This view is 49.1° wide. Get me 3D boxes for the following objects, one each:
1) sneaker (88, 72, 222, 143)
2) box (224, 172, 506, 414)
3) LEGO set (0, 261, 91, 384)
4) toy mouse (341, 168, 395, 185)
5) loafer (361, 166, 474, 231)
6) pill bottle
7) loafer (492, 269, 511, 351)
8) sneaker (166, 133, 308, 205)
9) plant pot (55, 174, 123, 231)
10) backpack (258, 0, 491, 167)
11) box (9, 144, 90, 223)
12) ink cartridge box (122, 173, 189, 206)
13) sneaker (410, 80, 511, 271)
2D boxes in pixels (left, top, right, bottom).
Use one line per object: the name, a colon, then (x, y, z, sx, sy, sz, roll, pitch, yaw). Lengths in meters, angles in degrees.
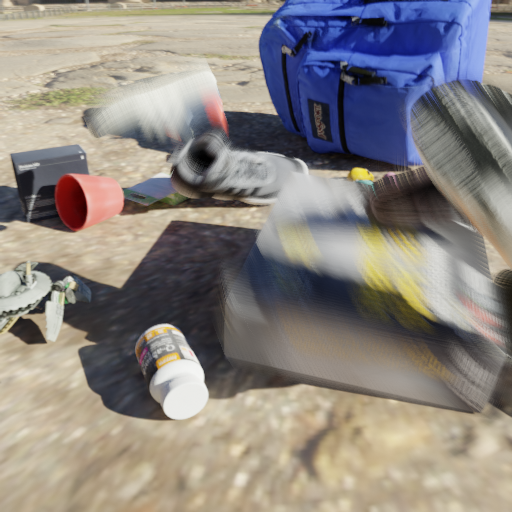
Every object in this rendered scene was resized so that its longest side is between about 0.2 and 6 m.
sneaker: (-1.368, -1.915, 7.979, 1.943, 0.821, 0.728, -23, 12, -8)
box: (1.562, 0.162, 7.834, 3.077, 0.939, 3.885, 11, 32, 10)
LEGO set: (-4.043, 0.727, 7.072, 2.497, 1.090, 3.845, 22, 35, 33)
toy mouse: (2.545, -1.555, 12.019, 1.657, 0.321, 1.473, -7, 30, -12)
loafer: (2.723, -0.843, 7.030, 2.825, 1.015, 0.890, -10, -4, 19)
pill bottle: (-0.975, 1.326, 6.471, 0.629, 0.629, 1.081, -12, 32, -21)
loafer: (4.097, 1.096, 6.506, 1.005, 1.133, 2.981, -16, 41, -30)
sneaker: (-0.353, -1.622, 10.603, 2.749, 1.037, 1.564, 0, -7, 1)
plant pot: (-3.086, -1.052, 10.513, 1.044, 1.044, 0.924, 21, 24, 33)
backpack: (2.552, -4.663, 13.731, 5.103, 4.147, 4.282, 18, 52, 27)
box: (-3.933, -1.429, 10.872, 1.325, 1.206, 0.690, -14, 32, -25)
ink cartridge box: (-2.048, -1.278, 11.512, 1.010, 0.333, 1.387, 19, 38, 32)
sneaker: (2.503, -0.454, 5.466, 1.106, 1.200, 3.000, -31, 66, 2)
